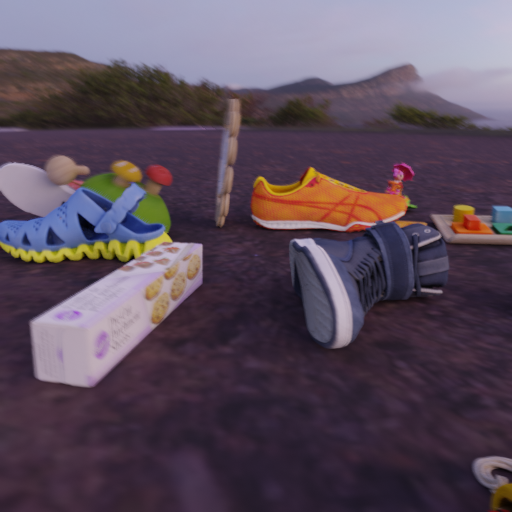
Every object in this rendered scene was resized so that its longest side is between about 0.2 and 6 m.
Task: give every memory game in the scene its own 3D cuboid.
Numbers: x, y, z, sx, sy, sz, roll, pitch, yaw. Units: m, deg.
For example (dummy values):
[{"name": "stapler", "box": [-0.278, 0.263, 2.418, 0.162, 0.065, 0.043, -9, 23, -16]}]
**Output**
[{"name": "memory game", "box": [-0.603, -1.876, 11.357, 0.167, 2.624, 2.624, 6, 15, -8]}]

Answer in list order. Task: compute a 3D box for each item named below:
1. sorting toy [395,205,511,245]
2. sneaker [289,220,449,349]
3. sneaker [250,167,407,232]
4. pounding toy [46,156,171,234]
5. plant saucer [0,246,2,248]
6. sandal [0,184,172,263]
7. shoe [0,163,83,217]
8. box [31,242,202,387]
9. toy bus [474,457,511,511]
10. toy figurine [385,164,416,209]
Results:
[{"name": "sorting toy", "box": [4.419, -0.635, 10.767, 3.495, 0.476, 1.968, 1, 16, 6]}, {"name": "sneaker", "box": [1.475, 0.250, 6.652, 1.966, 1.035, 2.721, -3, 15, -1]}, {"name": "sneaker", "box": [1.485, -1.138, 11.238, 3.176, 1.225, 1.159, 0, 15, -5]}, {"name": "pounding toy", "box": [-2.494, -1.401, 10.515, 2.353, 1.092, 1.816, 32, 15, 2]}, {"name": "plant saucer", "box": [-4.341, -0.360, 10.309, 1.141, 0.209, 1.139, -4, 17, -12]}, {"name": "sandal", "box": [-2.812, -0.555, 9.196, 2.820, 1.228, 1.121, -3, 18, -2]}, {"name": "shoe", "box": [-3.799, -1.161, 10.881, 2.300, 0.822, 1.046, 23, 11, -23]}, {"name": "box", "box": [-1.412, 0.500, 6.561, 0.601, 0.644, 3.109, 4, 16, 14]}, {"name": "toy bus", "box": [1.892, 1.383, 2.794, 1.927, 0.995, 1.818, 13, 20, 37]}, {"name": "toy figurine", "box": [3.234, -1.619, 12.806, 0.811, 0.994, 1.080, 6, 1, 38]}]
